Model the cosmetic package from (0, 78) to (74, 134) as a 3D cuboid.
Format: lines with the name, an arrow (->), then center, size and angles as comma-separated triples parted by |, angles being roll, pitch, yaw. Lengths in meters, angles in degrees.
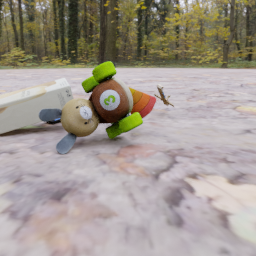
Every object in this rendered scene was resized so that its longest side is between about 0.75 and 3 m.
cosmetic package -> -2.730, -0.669, 7.992 | 2.294, 0.815, 1.207 | -18, 25, -14

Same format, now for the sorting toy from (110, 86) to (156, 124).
sorting toy -> -0.383, -0.726, 8.114 | 2.593, 0.893, 0.899 | -6, 48, 50

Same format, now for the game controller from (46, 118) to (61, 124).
game controller -> -2.331, -0.302, 9.234 | 0.440, 0.178, 0.843 | 8, 17, 29

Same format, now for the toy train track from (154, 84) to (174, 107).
toy train track -> 1.277, -1.186, 9.835 | 0.893, 0.253, 1.557 | 34, -5, 23

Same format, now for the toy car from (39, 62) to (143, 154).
toy car -> -0.982, -0.325, 6.560 | 2.002, 1.644, 1.579 | -29, 2, -30
